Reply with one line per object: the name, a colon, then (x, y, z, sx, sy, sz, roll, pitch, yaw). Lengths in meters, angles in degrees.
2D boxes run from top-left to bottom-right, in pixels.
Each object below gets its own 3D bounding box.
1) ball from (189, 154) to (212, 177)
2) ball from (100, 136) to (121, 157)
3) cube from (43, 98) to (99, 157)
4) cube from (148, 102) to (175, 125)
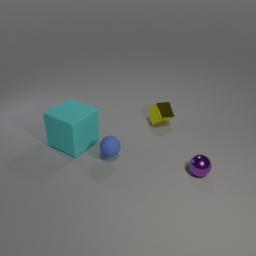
ball: (2.302, 1.192, 8.915, 0.700, 0.700, 0.700, 0, 32, 0)
ball: (-0.595, 0.606, 9.374, 0.700, 0.700, 0.700, 0, 32, 0)
cube: (-2.020, -0.049, 10.236, 1.400, 1.400, 1.400, 20, 37, 26)
cube: (1.351, -0.593, 11.476, 0.700, 0.700, 0.700, -6, 70, -30)
